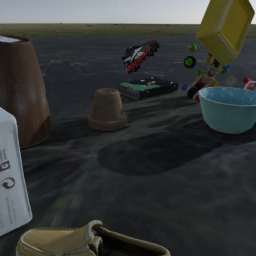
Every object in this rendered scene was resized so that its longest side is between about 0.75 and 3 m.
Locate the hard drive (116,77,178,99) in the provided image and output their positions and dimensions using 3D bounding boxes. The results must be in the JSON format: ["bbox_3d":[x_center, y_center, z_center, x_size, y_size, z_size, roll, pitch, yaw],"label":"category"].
[{"bbox_3d":[0.935,-1.938,13.392,2.504,0.474,1.749,-16,28,-36],"label":"hard drive"}]

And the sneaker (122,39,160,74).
[{"bbox_3d":[0.409,-2.869,10.673,0.649,0.897,1.836,-29,-5,-46],"label":"sneaker"}]

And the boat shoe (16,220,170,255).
[{"bbox_3d":[-0.533,1.697,4.010,2.371,0.903,0.850,5,23,13],"label":"boat shoe"}]

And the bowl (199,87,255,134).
[{"bbox_3d":[3.308,-0.550,9.137,2.123,1.111,2.123,2,23,-1],"label":"bowl"}]

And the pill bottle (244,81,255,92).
[{"bbox_3d":[5.340,-1.017,10.270,2.011,1.145,1.145,20,30,41],"label":"pill bottle"}]

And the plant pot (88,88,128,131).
[{"bbox_3d":[-0.675,-0.687,9.449,1.358,1.184,1.358,1,21,0],"label":"plant pot"}]

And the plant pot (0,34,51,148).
[{"bbox_3d":[-3.523,-1.194,8.125,2.584,2.765,2.584,7,24,-3],"label":"plant pot"}]

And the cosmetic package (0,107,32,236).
[{"bbox_3d":[-3.316,0.665,4.930,2.099,2.097,2.544,-19,30,-38],"label":"cosmetic package"}]

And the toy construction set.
[{"bbox_3d":[3.870,-2.190,12.167,2.750,2.293,2.113,20,17,26],"label":"toy construction set"}]

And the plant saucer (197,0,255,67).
[{"bbox_3d":[3.253,-3.354,8.834,0.543,2.242,2.242,21,0,43],"label":"plant saucer"}]
